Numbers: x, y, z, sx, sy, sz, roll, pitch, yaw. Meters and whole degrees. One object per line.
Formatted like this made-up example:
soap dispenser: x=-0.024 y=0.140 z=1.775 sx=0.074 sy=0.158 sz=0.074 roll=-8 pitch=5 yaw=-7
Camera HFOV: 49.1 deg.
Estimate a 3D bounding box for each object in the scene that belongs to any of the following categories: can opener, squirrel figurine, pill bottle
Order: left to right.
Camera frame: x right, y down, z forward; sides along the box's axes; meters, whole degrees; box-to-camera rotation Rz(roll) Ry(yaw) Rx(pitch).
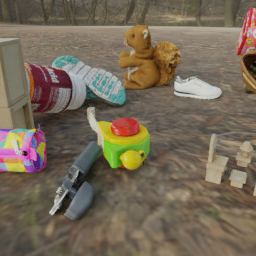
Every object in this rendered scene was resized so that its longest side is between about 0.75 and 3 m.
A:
pill bottle: x=-2.293 y=-1.060 z=7.713 sx=1.278 sy=1.278 sz=2.239 roll=16 pitch=11 yaw=32
can opener: x=-0.783 y=0.901 z=4.933 sx=0.623 sy=0.497 sz=1.863 roll=35 pitch=26 yaw=-3
squirrel figurine: x=0.833 y=-2.801 z=10.901 sx=2.438 sy=2.275 sz=1.725 roll=3 pitch=24 yaw=7

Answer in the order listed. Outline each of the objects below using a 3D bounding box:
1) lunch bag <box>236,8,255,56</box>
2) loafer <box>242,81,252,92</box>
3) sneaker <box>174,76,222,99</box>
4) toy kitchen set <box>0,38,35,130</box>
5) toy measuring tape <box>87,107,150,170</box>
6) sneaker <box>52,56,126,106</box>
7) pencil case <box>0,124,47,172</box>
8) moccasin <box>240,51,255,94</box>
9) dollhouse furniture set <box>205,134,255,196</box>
lunch bag: x=3.250 y=-2.557 z=7.351 sx=0.484 sy=1.040 sz=1.181 roll=16 pitch=58 yaw=10
loafer: x=5.189 y=-1.891 z=10.433 sx=2.658 sy=1.011 sz=0.896 roll=-19 pitch=25 yaw=-37
sneaker: x=2.449 y=-1.423 z=9.805 sx=1.641 sy=0.660 sz=0.627 roll=6 pitch=23 yaw=10
toy kitchen set: x=-3.537 y=-0.896 z=6.552 sx=2.564 sy=2.313 sz=2.092 roll=1 pitch=23 yaw=4
toy measuring tape: x=-0.191 y=0.093 z=6.031 sx=1.003 sy=1.003 sz=2.726 roll=-8 pitch=25 yaw=-17
sneaker: x=-1.270 y=-1.373 z=9.305 sx=2.621 sy=1.195 sz=1.017 roll=30 pitch=55 yaw=9
pencil case: x=-2.597 y=0.410 z=5.313 sx=2.105 sy=0.930 sz=0.930 roll=-1 pitch=24 yaw=4
moccasin: x=1.921 y=-0.304 z=2.862 sx=0.690 sy=0.654 sz=1.789 roll=16 pitch=30 yaw=-49
dollhouse furniture set: x=2.652 y=0.554 z=4.848 sx=2.285 sy=1.011 sz=1.184 roll=12 pitch=26 yaw=27
